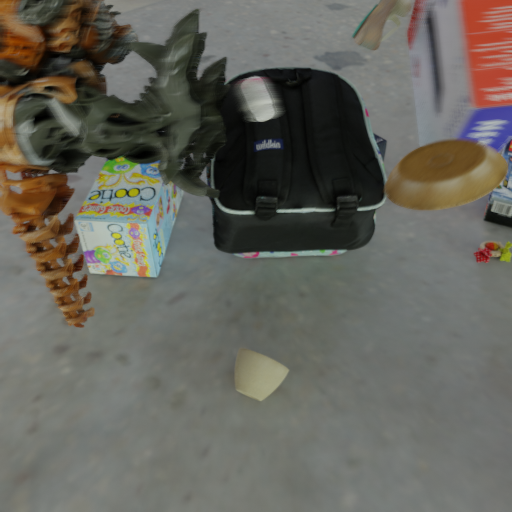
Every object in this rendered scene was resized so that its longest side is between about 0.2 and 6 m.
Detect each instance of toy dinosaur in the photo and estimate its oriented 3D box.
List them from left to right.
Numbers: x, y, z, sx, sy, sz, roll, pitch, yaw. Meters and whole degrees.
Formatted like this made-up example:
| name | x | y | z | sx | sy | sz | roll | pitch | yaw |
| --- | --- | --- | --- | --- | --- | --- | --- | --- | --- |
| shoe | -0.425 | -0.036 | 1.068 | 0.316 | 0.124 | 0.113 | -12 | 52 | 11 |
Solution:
| name | x | y | z | sx | sy | sz | roll | pitch | yaw |
| --- | --- | --- | --- | --- | --- | --- | --- | --- | --- |
| toy dinosaur | -2.476 | -2.068 | 7.974 | 3.889 | 5.731 | 2.927 | 1 | 29 | 4 |

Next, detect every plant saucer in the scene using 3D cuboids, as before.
| name | x | y | z | sx | sy | sz | roll | pitch | yaw |
| --- | --- | --- | --- | --- | --- | --- | --- | --- | --- |
| plant saucer | 2.166 | -1.018 | 6.523 | 1.388 | 0.246 | 1.388 | -16 | 32 | 11 |

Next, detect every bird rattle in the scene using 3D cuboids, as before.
| name | x | y | z | sx | sy | sz | roll | pitch | yaw |
| --- | --- | --- | --- | --- | --- | --- | --- | --- | --- |
| bird rattle | 4.330 | -0.080 | 10.290 | 0.667 | 0.376 | 0.544 | -8 | 31 | 10 |

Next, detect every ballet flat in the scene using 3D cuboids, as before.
| name | x | y | z | sx | sy | sz | roll | pitch | yaw |
| --- | --- | --- | --- | --- | --- | --- | --- | --- | --- |
| ballet flat | 2.382 | -4.371 | 10.020 | 0.606 | 0.614 | 1.803 | 33 | 79 | 2 |

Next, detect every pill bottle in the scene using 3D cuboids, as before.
| name | x | y | z | sx | sy | sz | roll | pitch | yaw |
| --- | --- | --- | --- | --- | --- | --- | --- | --- | --- |
| pill bottle | 0.030 | -2.439 | 8.737 | 0.355 | 0.355 | 0.626 | -16 | 72 | -17 |

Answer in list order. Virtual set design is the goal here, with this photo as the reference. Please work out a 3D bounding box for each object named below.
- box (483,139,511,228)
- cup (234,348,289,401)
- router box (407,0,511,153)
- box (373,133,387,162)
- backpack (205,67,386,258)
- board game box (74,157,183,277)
| name | x | y | z | sx | sy | sz | roll | pitch | yaw |
| --- | --- | --- | --- | --- | --- | --- | --- | --- | --- |
| box | 6.462 | -1.120 | 11.017 | 3.437 | 0.685 | 2.353 | 18 | 46 | 18 |
| cup | -0.003 | 1.743 | 8.049 | 0.785 | 0.785 | 0.562 | 19 | 72 | 19 |
| router box | 3.178 | -3.098 | 8.720 | 0.866 | 3.545 | 3.182 | -5 | 80 | 7 |
| box | 2.109 | -2.391 | 12.397 | 0.918 | 0.647 | 1.241 | -29 | 50 | -28 |
| backpack | 0.598 | -1.665 | 10.021 | 3.034 | 2.573 | 3.417 | -3 | 64 | -4 |
| board game box | -2.243 | -0.929 | 10.380 | 1.264 | 1.287 | 2.454 | 3 | 43 | 4 |
